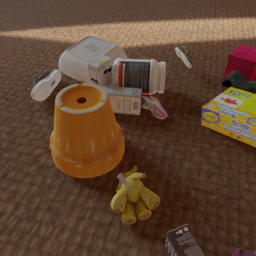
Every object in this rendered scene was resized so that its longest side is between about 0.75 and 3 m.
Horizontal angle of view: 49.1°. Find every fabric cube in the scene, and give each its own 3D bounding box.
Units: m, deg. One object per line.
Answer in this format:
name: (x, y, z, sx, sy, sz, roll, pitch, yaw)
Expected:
fabric cube: (5.583, -3.028, 13.462, 1.357, 1.331, 1.353, 28, 51, 27)

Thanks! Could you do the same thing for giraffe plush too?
giraffe plush: (0.088, 1.835, 8.341, 1.362, 1.579, 1.280, -22, 10, -1)

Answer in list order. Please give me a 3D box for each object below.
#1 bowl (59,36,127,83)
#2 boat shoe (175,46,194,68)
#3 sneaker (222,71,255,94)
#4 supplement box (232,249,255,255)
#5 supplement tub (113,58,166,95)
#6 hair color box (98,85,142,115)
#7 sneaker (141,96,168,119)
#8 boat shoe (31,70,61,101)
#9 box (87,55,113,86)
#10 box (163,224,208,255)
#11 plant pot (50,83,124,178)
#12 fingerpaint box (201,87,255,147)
bowl: (-1.778, -3.604, 14.198, 2.946, 1.100, 2.942, 26, 52, 24)
boat shoe: (2.861, -3.531, 13.758, 0.469, 0.566, 1.575, -25, 49, -1)
sneaker: (5.192, -1.739, 12.545, 1.022, 0.855, 2.252, -30, 42, -18)
supplement box: (3.561, 3.669, 6.198, 2.281, 1.177, 1.493, 2, 42, 2)
supplement tub: (0.499, -2.282, 12.447, 2.225, 1.561, 1.561, 4, 42, 4)
hair color box: (-0.435, -1.168, 11.662, 1.964, 0.972, 0.596, 6, 43, 7)
sneaker: (1.183, -0.947, 11.749, 0.668, 0.607, 1.510, -21, 45, -32)
boat shoe: (-3.880, -2.019, 12.716, 0.802, 0.849, 2.367, 10, 41, 10)
box: (-1.167, -2.138, 12.162, 0.524, 1.743, 1.016, 27, 48, 27)
box: (1.587, 3.413, 6.663, 0.710, 0.948, 1.894, -17, 44, -18)
plant pot: (-1.433, -0.081, 9.418, 2.599, 2.380, 2.599, 0, 42, 0)
fingerpaint box: (4.451, -0.478, 10.703, 2.085, 0.917, 2.499, -32, 41, -31)
